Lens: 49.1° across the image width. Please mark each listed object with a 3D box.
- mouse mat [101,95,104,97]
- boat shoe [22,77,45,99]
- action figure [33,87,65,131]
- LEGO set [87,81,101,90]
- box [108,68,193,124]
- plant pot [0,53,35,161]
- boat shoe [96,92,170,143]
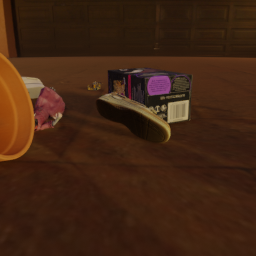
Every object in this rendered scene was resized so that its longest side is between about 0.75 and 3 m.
[{"bbox_3d":[-0.066,-1.210,11.673,1.907,0.089,2.370,-4,18,-14],"label":"mouse mat"},{"bbox_3d":[-4.656,-1.709,11.408,2.535,0.912,0.833,-11,56,-37],"label":"boat shoe"},{"bbox_3d":[-2.489,-0.397,7.821,1.097,1.219,1.637,38,46,-12],"label":"action figure"},{"bbox_3d":[-1.722,-2.199,14.260,0.590,0.445,0.767,10,20,29],"label":"LEGO set"},{"bbox_3d":[0.581,-1.105,9.008,1.658,1.438,2.712,-8,19,-24],"label":"box"},{"bbox_3d":[-3.227,-0.329,5.670,1.610,2.300,2.300,-14,15,12],"label":"plant pot"},{"bbox_3d":[0.186,-0.354,7.092,2.251,0.821,0.708,24,47,33],"label":"boat shoe"}]
